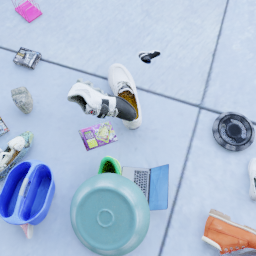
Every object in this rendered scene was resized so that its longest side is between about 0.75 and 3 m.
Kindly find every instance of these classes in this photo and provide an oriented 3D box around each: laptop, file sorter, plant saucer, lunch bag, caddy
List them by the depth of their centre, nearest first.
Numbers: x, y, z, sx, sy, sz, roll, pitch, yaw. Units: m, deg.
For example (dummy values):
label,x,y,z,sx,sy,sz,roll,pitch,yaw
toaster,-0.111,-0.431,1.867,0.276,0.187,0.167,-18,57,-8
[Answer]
label,x,y,z,sx,sy,sz,roll,pitch,yaw
plant saucer,-0.650,2.752,8.704,2.649,0.476,2.649,0,88,11
caddy,-3.235,2.090,9.059,1.525,1.132,2.157,8,57,4
laptop,0.515,1.958,9.389,1.571,0.910,1.471,5,67,2
lunch bag,-3.984,-1.025,10.624,0.635,0.911,0.764,-20,68,-8
file sorter,-4.565,-5.476,12.578,1.107,0.694,0.769,43,73,16

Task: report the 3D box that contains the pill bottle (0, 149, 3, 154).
label,x,y,z,sx,sy,sz,roll,pitch,yaw
pill bottle,-5.078,0.740,10.049,1.109,0.614,0.614,34,72,13

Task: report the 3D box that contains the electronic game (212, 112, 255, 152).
label,x,y,z,sx,sy,sz,roll,pitch,yaw
electronic game,3.941,0.117,10.456,1.569,0.326,1.569,0,69,-1

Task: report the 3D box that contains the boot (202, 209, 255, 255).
label,x,y,z,sx,sy,sz,roll,pitch,yaw
boot,3.389,3.512,8.639,2.195,0.823,1.177,19,71,34

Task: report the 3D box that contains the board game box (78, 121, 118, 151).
label,x,y,z,sx,sy,sz,roll,pitch,yaw
board game box,-0.843,0.219,8.100,1.084,0.175,0.651,-17,84,-40

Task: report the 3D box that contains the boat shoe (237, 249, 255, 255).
label,x,y,z,sx,sy,sz,roll,pitch,yaw
boat shoe,4.351,4.170,8.568,2.573,0.900,0.852,-16,89,-11

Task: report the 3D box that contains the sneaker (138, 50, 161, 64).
label,x,y,z,sx,sy,sz,roll,pitch,yaw
sneaker,0.712,-2.152,8.623,0.755,0.276,0.422,-10,57,-18

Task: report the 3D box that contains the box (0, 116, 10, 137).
label,x,y,z,sx,sy,sz,roll,pitch,yaw
box,-5.024,-0.100,10.624,0.657,0.191,0.960,-36,72,-13

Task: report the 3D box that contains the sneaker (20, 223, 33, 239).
label,x,y,z,sx,sy,sz,roll,pitch,yaw
sneaker,-3.397,3.201,9.197,0.466,0.335,0.891,-12,68,1

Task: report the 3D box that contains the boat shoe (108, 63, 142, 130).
label,x,y,z,sx,sy,sz,roll,pitch,yaw
boat shoe,-0.100,-1.358,10.598,1.001,0.986,2.824,-11,72,-8

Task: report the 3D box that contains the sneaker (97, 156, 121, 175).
label,x,y,z,sx,sy,sz,roll,pitch,yaw
sneaker,-0.610,2.244,9.086,1.044,1.178,2.820,-12,66,3

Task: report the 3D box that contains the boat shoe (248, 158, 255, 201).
label,x,y,z,sx,sy,sz,roll,pitch,yaw
boat shoe,4.520,1.739,9.689,0.564,0.512,1.532,6,68,2

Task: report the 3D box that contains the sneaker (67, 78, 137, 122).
label,x,y,z,sx,sy,sz,roll,pitch,yaw
sneaker,-0.929,-0.681,9.503,2.449,0.907,1.084,26,50,4

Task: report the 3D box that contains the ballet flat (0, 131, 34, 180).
label,x,y,z,sx,sy,sz,roll,pitch,yaw
ballet flat,-4.137,0.897,9.918,0.782,0.782,2.108,27,69,11

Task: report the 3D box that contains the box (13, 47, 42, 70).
label,x,y,z,sx,sy,sz,roll,pitch,yaw
box,-4.227,-2.931,11.769,0.952,0.237,0.750,19,70,7
